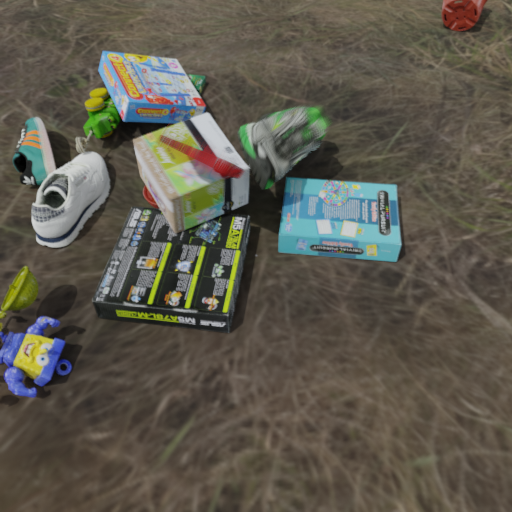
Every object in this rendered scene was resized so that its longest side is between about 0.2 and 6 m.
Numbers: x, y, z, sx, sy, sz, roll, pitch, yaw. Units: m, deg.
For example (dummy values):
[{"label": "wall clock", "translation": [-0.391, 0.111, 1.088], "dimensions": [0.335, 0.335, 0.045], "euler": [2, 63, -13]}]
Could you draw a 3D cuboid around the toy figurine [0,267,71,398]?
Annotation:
[{"label": "toy figurine", "translation": [-4.008, 1.647, 9.946], "dimensions": [1.546, 1.361, 2.580], "euler": [24, 48, -17]}]

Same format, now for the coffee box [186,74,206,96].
[{"label": "coffee box", "translation": [-2.073, -4.971, 16.202], "dimensions": [1.114, 0.245, 0.685], "euler": [7, 52, 7]}]

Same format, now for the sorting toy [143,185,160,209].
[{"label": "sorting toy", "translation": [-1.753, -1.982, 13.046], "dimensions": [1.295, 0.885, 2.155], "euler": [16, 49, 13]}]

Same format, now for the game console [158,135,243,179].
[{"label": "game console", "translation": [-0.945, -1.797, 10.130], "dimensions": [1.357, 1.535, 0.238], "euler": [27, 97, 5]}]

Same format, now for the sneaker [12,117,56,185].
[{"label": "sneaker", "translation": [-5.497, -2.581, 13.646], "dimensions": [0.922, 0.824, 2.309], "euler": [-15, 51, -19]}]

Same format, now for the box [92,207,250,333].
[{"label": "box", "translation": [-1.589, 0.171, 11.283], "dimensions": [2.625, 0.646, 2.719], "euler": [6, 47, 4]}]

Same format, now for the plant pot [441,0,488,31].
[{"label": "plant pot", "translation": [6.882, -8.415, 18.594], "dimensions": [1.607, 1.607, 1.563], "euler": [15, 58, 13]}]

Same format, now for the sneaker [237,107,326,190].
[{"label": "sneaker", "translation": [0.628, -2.578, 12.162], "dimensions": [1.467, 1.344, 3.444], "euler": [-16, 25, 25]}]

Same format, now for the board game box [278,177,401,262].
[{"label": "board game box", "translation": [1.802, -0.823, 12.201], "dimensions": [2.488, 0.584, 1.879], "euler": [5, 48, 5]}]

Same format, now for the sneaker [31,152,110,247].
[{"label": "sneaker", "translation": [-4.087, -1.535, 12.481], "dimensions": [1.109, 1.169, 2.903], "euler": [4, 46, 6]}]

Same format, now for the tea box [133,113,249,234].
[{"label": "tea box", "translation": [-1.336, -1.731, 11.606], "dimensions": [1.765, 1.199, 1.795], "euler": [-26, 62, -17]}]

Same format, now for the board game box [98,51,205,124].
[{"label": "board game box", "translation": [-2.761, -4.425, 14.799], "dimensions": [2.161, 0.617, 2.207], "euler": [-7, 53, -35]}]

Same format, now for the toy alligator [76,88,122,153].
[{"label": "toy alligator", "translation": [-3.824, -3.470, 14.189], "dimensions": [0.834, 0.912, 3.074], "euler": [-7, 39, 3]}]
